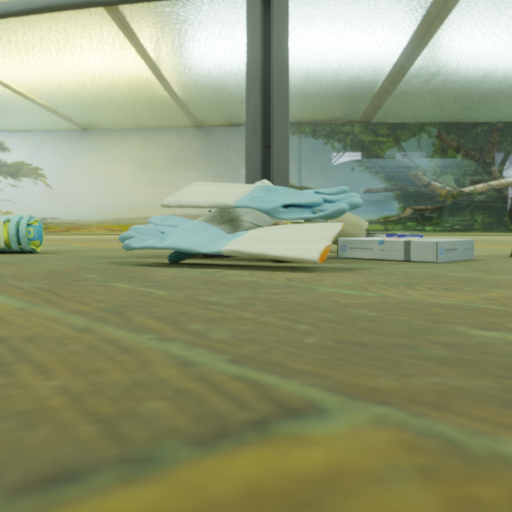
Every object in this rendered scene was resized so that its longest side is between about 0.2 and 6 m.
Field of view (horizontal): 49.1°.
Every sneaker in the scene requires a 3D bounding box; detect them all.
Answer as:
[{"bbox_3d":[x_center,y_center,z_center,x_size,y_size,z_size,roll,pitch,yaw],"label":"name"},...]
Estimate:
[{"bbox_3d":[-0.396,-0.771,11.410,3.142,1.565,1.176,-4,12,-31],"label":"sneaker"},{"bbox_3d":[-5.611,-0.508,12.021,1.645,1.002,2.520,0,4,17],"label":"sneaker"}]

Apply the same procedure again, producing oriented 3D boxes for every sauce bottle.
[{"bbox_3d":[0.822,-0.272,10.275,0.728,0.728,2.205,1,2,25],"label":"sauce bottle"}]

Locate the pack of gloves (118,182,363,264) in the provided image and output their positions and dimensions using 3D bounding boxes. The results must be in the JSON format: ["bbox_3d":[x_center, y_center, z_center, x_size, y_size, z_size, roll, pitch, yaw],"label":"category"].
[{"bbox_3d":[-0.184,-0.440,9.463,3.707,0.731,3.114,5,25,25],"label":"pack of gloves"}]

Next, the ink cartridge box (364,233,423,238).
[{"bbox_3d":[3.023,-0.328,13.506,0.978,0.460,2.080,0,3,-16],"label":"ink cartridge box"}]

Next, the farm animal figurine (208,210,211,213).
[{"bbox_3d":[-0.154,-0.756,14.518,1.864,1.884,0.983,-30,-40,4],"label":"farm animal figurine"}]

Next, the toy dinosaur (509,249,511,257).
[{"bbox_3d":[5.677,-0.177,10.781,1.313,0.756,2.596,19,18,25],"label":"toy dinosaur"}]

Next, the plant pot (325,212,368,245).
[{"bbox_3d":[2.058,-0.614,13.031,0.937,1.024,1.024,19,5,4],"label":"plant pot"}]

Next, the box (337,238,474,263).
[{"bbox_3d":[2.786,-0.132,10.474,2.010,0.414,1.567,2,3,43],"label":"box"}]
